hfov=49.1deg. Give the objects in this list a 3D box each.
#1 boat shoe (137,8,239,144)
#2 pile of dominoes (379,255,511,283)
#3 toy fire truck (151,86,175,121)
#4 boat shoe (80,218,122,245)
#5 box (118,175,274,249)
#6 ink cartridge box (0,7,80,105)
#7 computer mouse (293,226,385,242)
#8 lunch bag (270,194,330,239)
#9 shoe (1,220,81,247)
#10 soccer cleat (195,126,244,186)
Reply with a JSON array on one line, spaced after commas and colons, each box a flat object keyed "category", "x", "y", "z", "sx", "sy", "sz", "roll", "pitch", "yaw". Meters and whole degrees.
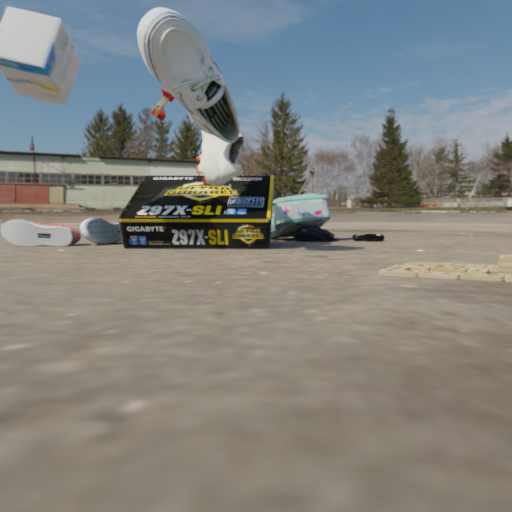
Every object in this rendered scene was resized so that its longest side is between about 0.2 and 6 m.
[{"category": "boat shoe", "x": -0.970, "y": -3.108, "z": 9.993, "sx": 1.012, "sy": 1.114, "sz": 3.029, "roll": 41, "pitch": -1, "yaw": 27}, {"category": "pile of dominoes", "x": 2.887, "y": 0.076, "z": 7.443, "sx": 2.139, "sy": 0.341, "sz": 1.668, "roll": 3, "pitch": 5, "yaw": 26}, {"category": "toy fire truck", "x": -2.129, "y": -3.666, "z": 13.136, "sx": 0.299, "sy": 0.864, "sz": 1.226, "roll": 38, "pitch": 0, "yaw": -7}, {"category": "boat shoe", "x": -3.989, "y": -0.550, "z": 14.563, "sx": 0.606, "sy": 0.703, "sz": 1.953, "roll": -19, "pitch": -9, "yaw": 19}, {"category": "box", "x": -1.297, "y": -1.126, "z": 13.549, "sx": 3.412, "sy": 0.842, "sz": 2.724, "roll": 1, "pitch": 31, "yaw": 4}, {"category": "ink cartridge box", "x": -4.040, "y": -3.651, "z": 10.385, "sx": 1.008, "sy": 1.026, "sz": 1.394, "roll": 13, "pitch": -14, "yaw": 0}, {"category": "computer mouse", "x": 2.349, "y": -0.623, "z": 16.003, "sx": 2.604, "sy": 0.443, "sz": 0.763, "roll": 0, "pitch": 3, "yaw": 1}, {"category": "lunch bag", "x": 1.197, "y": -1.175, "z": 16.881, "sx": 1.892, "sy": 0.909, "sz": 2.359, "roll": -9, "pitch": -7, "yaw": -11}, {"category": "shoe", "x": -5.320, "y": -0.537, "z": 13.949, "sx": 1.787, "sy": 0.639, "sz": 0.813, "roll": 5, "pitch": 3, "yaw": 0}, {"category": "soccer cleat", "x": -0.795, "y": -2.744, "z": 12.559, "sx": 1.047, "sy": 2.700, "sz": 0.935, "roll": -12, "pitch": -28, "yaw": 13}]
